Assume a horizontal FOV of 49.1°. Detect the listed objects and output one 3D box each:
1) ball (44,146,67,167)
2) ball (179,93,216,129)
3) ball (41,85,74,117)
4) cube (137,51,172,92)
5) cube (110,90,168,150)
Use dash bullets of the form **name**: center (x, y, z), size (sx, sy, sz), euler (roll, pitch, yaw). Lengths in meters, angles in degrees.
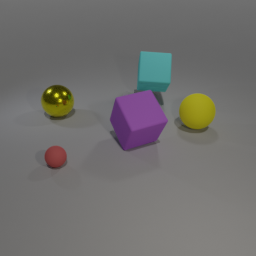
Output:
- **ball**: center (-2.331, 0.918, 9.027), size (0.700, 0.700, 0.700), euler (0, 29, 0)
- **ball**: center (2.717, -0.656, 11.020), size (1.400, 1.400, 1.400), euler (0, 29, 0)
- **ball**: center (-3.024, -1.161, 12.062), size (1.400, 1.400, 1.400), euler (0, 29, 0)
- **cube**: center (1.176, -2.545, 12.869), size (1.400, 1.400, 1.400), euler (4, -9, -1)
- **cube**: center (0.329, -0.275, 9.917), size (1.400, 1.400, 1.400), euler (-15, 63, -22)
